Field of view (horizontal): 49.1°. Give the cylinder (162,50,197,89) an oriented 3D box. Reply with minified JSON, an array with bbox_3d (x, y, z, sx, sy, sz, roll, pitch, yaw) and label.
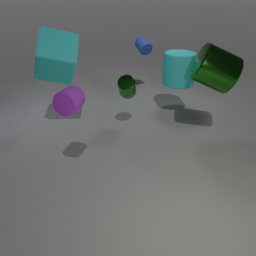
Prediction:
[{"bbox_3d":[2.234,-2.584,12.236,1.400,1.400,1.400,1,27,0],"label":"cylinder"}]

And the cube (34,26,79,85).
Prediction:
[{"bbox_3d":[-2.669,-2.652,10.422,1.400,1.400,1.400,7,62,-17],"label":"cube"}]

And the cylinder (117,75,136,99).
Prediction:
[{"bbox_3d":[-0.035,-1.613,10.993,0.700,0.700,0.700,-2,66,4],"label":"cylinder"}]

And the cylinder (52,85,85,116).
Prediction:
[{"bbox_3d":[-1.663,-0.783,7.936,0.700,0.700,0.700,7,25,13],"label":"cylinder"}]

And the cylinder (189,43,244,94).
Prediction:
[{"bbox_3d":[3.169,-2.152,10.141,1.400,1.400,1.400,23,29,-6],"label":"cylinder"}]

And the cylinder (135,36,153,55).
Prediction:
[{"bbox_3d":[0.805,-4.231,14.396,0.700,0.700,0.700,-13,54,-22],"label":"cylinder"}]
